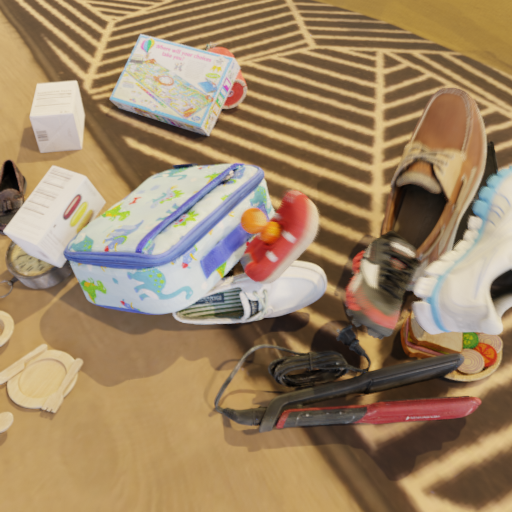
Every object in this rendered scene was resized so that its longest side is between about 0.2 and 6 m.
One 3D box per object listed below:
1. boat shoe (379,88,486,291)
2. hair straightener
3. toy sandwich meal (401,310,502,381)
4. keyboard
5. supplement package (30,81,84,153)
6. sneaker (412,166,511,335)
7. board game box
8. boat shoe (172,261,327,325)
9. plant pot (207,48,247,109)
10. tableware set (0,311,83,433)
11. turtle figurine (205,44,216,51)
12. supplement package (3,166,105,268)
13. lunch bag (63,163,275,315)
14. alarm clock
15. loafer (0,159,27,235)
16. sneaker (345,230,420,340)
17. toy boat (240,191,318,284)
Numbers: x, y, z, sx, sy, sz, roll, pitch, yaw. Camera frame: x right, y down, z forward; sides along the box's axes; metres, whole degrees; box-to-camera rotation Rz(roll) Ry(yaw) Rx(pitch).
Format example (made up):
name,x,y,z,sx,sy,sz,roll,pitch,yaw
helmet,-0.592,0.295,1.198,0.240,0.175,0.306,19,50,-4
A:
name,x,y,z,sx,sy,sz,roll,pitch,yaw
boat shoe,2.781,-1.154,8.851,1.290,1.223,3.408,9,80,30
hair straightener,1.139,1.670,7.640,3.471,0.710,1.336,-7,57,1
toy sandwich meal,2.903,1.181,8.279,1.497,0.513,1.497,0,43,0
keyboard,4.171,-1.101,10.804,2.238,0.478,3.727,4,44,13
supplement package,-4.440,-3.146,12.610,0.922,0.934,1.540,-7,43,-7
sneaker,3.238,-0.055,7.037,2.840,1.065,1.231,-52,30,-19
board game box,-1.944,-4.056,13.213,2.694,0.461,1.811,22,85,22
boat shoe,-0.095,0.693,8.493,2.407,0.885,0.804,-12,21,5
plant pot,-0.842,-4.271,13.725,1.225,1.225,1.083,-19,58,-19
tableware set,-3.911,1.759,7.821,2.568,0.298,2.145,22,47,23
turtle figurine,-1.335,-5.591,15.602,0.902,0.454,0.675,-28,35,-7
supplement package,-3.180,-0.636,8.934,0.736,0.764,1.343,19,68,22
lunch bag,-1.241,-0.405,8.942,2.452,1.257,3.050,5,36,35
alarm clock,-3.673,0.113,9.342,1.118,0.552,1.658,37,69,27
loafer,-4.764,-1.158,10.737,0.665,0.583,1.851,-11,44,-11
sneaker,1.710,0.286,7.477,0.698,0.965,1.976,32,31,-5
toy boat,0.180,-0.353,7.850,0.911,1.394,0.909,35,13,-26
